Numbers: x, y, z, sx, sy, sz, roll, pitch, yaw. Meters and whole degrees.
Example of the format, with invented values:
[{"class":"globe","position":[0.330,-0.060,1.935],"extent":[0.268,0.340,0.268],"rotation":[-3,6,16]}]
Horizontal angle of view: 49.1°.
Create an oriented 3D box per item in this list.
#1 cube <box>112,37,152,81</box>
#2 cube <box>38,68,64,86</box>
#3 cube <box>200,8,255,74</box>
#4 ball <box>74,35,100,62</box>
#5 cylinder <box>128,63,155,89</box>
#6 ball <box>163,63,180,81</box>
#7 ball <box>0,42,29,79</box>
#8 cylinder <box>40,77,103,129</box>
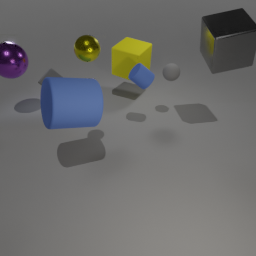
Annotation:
[{"class":"cube","position":[0.171,-3.224,13.154],"extent":[1.400,1.400,1.400],"rotation":[22,45,20]},{"class":"cube","position":[-2.821,-1.732,10.392],"extent":[0.700,0.700,0.700],"rotation":[-53,22,-6]},{"class":"cube","position":[3.301,-2.878,9.306],"extent":[1.400,1.400,1.400],"rotation":[-12,49,2]},{"class":"ball","position":[-1.082,-2.102,7.424],"extent":[0.700,0.700,0.700],"rotation":[0,32,0]},{"class":"cylinder","position":[0.495,-1.897,10.282],"extent":[0.700,0.700,0.700],"rotation":[33,21,-25]},{"class":"ball","position":[1.727,-2.220,11.151],"extent":[0.700,0.700,0.700],"rotation":[0,32,0]},{"class":"ball","position":[-4.653,-2.649,11.018],"extent":[1.400,1.400,1.400],"rotation":[0,32,0]},{"class":"cylinder","position":[-1.596,-0.697,7.848],"extent":[1.400,1.400,1.400],"rotation":[-4,30,-29]}]
